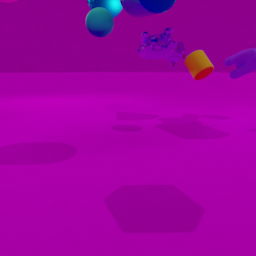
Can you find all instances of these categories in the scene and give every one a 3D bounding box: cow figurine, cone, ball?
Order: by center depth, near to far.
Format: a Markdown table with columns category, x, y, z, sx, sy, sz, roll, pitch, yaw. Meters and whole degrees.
| category | x | y | z | sx | sy | sz | roll | pitch | yaw |
| --- | --- | --- | --- | --- | --- | --- | --- | --- | --- |
| cow figurine | 3.198 | -1.776 | 7.171 | 1.328 | 0.741 | 1.349 | -24 | 3 | 9 |
| ball | -0.798 | -2.985 | 7.930 | 0.796 | 0.796 | 0.796 | 0 | 12 | 0 |
| cow figurine | 1.108 | -2.549 | 9.198 | 1.698 | 0.932 | 1.671 | -10 | -13 | -6 |
| cone | -1.147 | -4.797 | 10.387 | 1.512 | 1.512 | 1.518 | -8 | 19 | -31 |

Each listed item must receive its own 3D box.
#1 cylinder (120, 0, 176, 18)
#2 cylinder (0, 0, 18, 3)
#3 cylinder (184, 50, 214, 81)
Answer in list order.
| category | x | y | z | sx | sy | sz | roll | pitch | yaw |
| --- | --- | --- | --- | --- | --- | --- | --- | --- | --- |
| cylinder | 0.557 | -3.891 | 7.943 | 1.319 | 1.319 | 1.319 | -5 | 17 | -21 |
| cylinder | -2.820 | -3.669 | 6.100 | 1.254 | 1.254 | 1.254 | 7 | -13 | 2 |
| cylinder | 2.349 | -2.071 | 9.274 | 0.720 | 0.720 | 0.720 | -22 | -21 | -9 |
